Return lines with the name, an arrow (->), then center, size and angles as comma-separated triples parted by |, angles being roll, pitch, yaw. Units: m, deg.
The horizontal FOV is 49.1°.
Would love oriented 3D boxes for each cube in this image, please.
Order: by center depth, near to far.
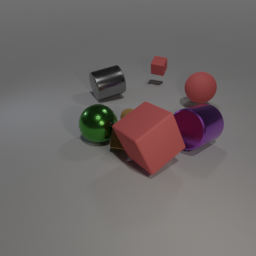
cube -> 0.636, 0.264, 8.567 | 1.400, 1.400, 1.400 | -37, 35, -15
cube -> -0.154, 0.352, 9.696 | 0.700, 0.700, 0.700 | 9, 5, 17
cube -> 1.644, -3.284, 14.813 | 0.700, 0.700, 0.700 | 15, 55, 17

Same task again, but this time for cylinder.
cylinder -> 2.377, -0.069, 9.727 | 1.400, 1.400, 1.400 | 25, 28, 37
cylinder -> -0.993, -2.185, 13.540 | 1.400, 1.400, 1.400 | -19, 34, -16

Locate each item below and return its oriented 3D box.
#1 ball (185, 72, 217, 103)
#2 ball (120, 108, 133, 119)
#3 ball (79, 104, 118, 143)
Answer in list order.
ball -> 3.244, -1.807, 12.533 | 1.400, 1.400, 1.400 | 0, 29, 0
ball -> 0.043, -0.431, 11.131 | 0.700, 0.700, 0.700 | 0, 29, 0
ball -> -1.070, -0.161, 10.088 | 1.400, 1.400, 1.400 | 0, 29, 0
